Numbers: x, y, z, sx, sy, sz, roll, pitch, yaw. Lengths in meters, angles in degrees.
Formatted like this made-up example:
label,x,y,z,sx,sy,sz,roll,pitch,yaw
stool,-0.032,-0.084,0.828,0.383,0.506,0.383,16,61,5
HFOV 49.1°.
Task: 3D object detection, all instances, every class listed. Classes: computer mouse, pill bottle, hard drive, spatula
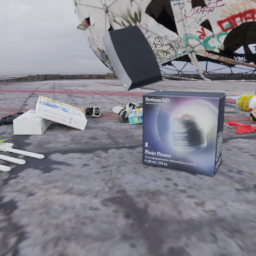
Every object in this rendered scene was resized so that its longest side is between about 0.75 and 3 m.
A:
label,x,y,z,sx,sy,sz,roll,pitch,yaw
computer mouse,-5.311,-0.344,12.592,1.429,0.377,0.989,-23,24,-34
pill bottle,7.005,-1.377,15.806,0.930,0.930,1.649,-4,14,-16
hard drive,0.209,-3.157,12.228,1.976,2.930,0.620,-18,-17,-17
spatula,-3.599,0.755,7.866,2.302,0.185,1.601,6,12,29

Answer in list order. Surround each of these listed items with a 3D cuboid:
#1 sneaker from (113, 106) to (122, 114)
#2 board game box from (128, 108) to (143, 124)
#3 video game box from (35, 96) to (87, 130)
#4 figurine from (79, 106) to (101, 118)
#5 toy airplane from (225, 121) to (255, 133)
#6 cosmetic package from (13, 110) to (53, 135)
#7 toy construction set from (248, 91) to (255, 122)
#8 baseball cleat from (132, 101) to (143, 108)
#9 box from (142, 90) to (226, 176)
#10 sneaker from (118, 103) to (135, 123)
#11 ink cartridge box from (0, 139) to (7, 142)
label,x,y,z,sx,sy,sz,roll,pitch,yaw
sneaker,-0.260,-0.916,15.146,1.077,0.408,0.566,11,3,15
board game box,0.949,-0.630,12.744,1.659,0.389,1.252,-8,17,13
video game box,-2.845,-0.674,11.852,1.963,0.504,2.154,21,10,-22
figurine,-2.258,-0.787,14.252,1.371,0.590,1.338,-8,7,-29
toy airplane,4.619,-0.054,11.305,1.566,0.288,1.566,2,11,0
cosmetic package,-3.856,-0.300,11.627,1.029,0.631,2.492,-2,13,-5
toy construction set,6.083,-0.939,12.549,1.402,1.681,1.291,-2,15,30
baseball cleat,0.762,-1.422,17.401,1.227,0.428,0.653,-8,17,9
box,1.405,0.036,7.173,1.901,1.886,1.172,6,13,26
sneaker,-0.181,-0.601,13.334,0.727,0.534,1.606,-33,16,32
ink cartridge box,-4.642,0.309,8.601,1.411,0.534,1.043,-7,10,20
